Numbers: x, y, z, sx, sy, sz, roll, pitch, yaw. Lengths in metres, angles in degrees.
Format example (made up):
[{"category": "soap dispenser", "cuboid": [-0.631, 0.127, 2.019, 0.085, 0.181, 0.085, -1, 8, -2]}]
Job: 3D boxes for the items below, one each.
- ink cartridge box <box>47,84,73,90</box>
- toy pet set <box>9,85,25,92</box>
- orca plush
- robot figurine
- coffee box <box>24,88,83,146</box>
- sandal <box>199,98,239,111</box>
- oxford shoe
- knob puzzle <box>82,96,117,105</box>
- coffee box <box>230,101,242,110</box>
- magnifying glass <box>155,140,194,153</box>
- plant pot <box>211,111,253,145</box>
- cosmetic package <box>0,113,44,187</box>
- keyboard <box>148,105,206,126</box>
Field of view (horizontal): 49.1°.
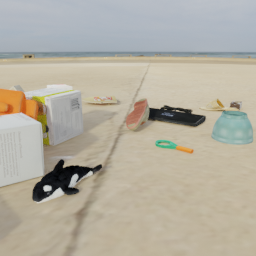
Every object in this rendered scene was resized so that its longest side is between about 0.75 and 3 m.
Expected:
[{"category": "ink cartridge box", "cuboid": [-3.930, -2.174, 16.432, 1.054, 0.611, 1.809, -11, 20, -34]}, {"category": "toy pet set", "cuboid": [-4.956, -0.793, 11.733, 2.045, 1.163, 2.190, -34, 12, 6]}, {"category": "orca plush", "cuboid": [-1.252, 0.947, 5.851, 1.676, 0.596, 0.882, -13, 21, -37]}, {"category": "robot figurine", "cuboid": [-3.444, -0.464, 7.380, 2.010, 1.172, 1.446, 6, 30, -14]}, {"category": "coffee box", "cuboid": [-2.471, -0.426, 8.940, 1.458, 1.472, 1.475, 9, 19, 26]}, {"category": "sandal", "cuboid": [4.146, -1.072, 12.731, 1.769, 0.582, 0.649, 13, 21, 37]}, {"category": "oxford shoe", "cuboid": [0.458, -0.375, 10.052, 0.664, 0.693, 1.876, -12, 28, 28]}, {"category": "knob puzzle", "cuboid": [-1.469, -1.382, 14.360, 1.867, 0.259, 1.867, 0, 17, 0]}, {"category": "coffee box", "cuboid": [5.077, -1.056, 13.162, 0.437, 0.309, 0.773, 9, 19, 28]}, {"category": "magnifying glass", "cuboid": [1.323, 0.529, 8.113, 1.229, 0.138, 0.489, 16, 23, 41]}, {"category": "plant pot", "cuboid": [3.340, -0.076, 8.888, 1.272, 0.852, 1.272, 0, 16, 0]}, {"category": "cosmetic package", "cuboid": [-2.867, 0.472, 6.239, 1.543, 1.284, 1.292, -12, 20, -37]}, {"category": "keyboard", "cuboid": [1.779, -0.535, 11.479, 2.803, 0.289, 1.781, 13, 27, 34]}]
